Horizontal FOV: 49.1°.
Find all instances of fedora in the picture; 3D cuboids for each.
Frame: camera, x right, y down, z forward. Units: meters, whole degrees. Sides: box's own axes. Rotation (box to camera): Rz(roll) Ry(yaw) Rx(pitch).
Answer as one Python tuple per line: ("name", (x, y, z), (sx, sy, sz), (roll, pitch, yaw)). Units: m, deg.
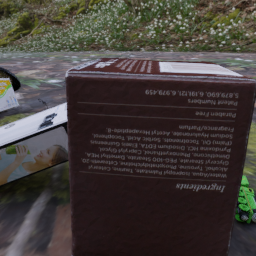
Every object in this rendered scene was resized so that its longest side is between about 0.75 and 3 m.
("fedora", (-5.384, -1.300, 10.035), (2.832, 1.294, 2.832), (0, -16, 0))

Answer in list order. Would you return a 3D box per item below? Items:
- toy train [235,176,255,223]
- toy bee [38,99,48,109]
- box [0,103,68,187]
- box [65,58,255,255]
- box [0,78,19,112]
("toy train", (1.988, 1.177, 4.843), (0.387, 0.286, 1.371), (13, 20, 7))
("toy bee", (-2.328, -0.374, 9.050), (1.299, 0.706, 0.850), (24, 8, -4))
("box", (-1.939, 0.307, 5.476), (2.494, 0.750, 1.455), (-20, 21, -1))
("box", (0.354, 0.300, 3.980), (1.961, 2.389, 1.982), (3, 17, 4))
("box", (-3.612, -0.768, 7.253), (0.916, 0.826, 1.629), (-17, 11, -1))
